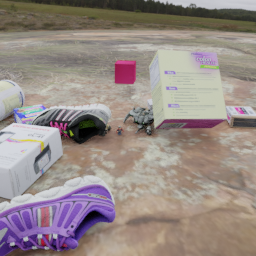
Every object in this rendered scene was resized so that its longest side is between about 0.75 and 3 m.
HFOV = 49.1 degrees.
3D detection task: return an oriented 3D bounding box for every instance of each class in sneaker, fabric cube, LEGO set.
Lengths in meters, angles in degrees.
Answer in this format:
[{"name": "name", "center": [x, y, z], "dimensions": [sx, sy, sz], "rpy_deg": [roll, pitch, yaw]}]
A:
[{"name": "sneaker", "center": [-1.564, 1.885, 5.327], "dimensions": [2.912, 1.174, 1.215], "rpy_deg": [-20, 53, -21]}, {"name": "fabric cube", "center": [-0.150, -3.334, 16.657], "dimensions": [1.155, 1.173, 1.177], "rpy_deg": [3, 24, 8]}, {"name": "sneaker", "center": [-1.986, -0.068, 9.566], "dimensions": [2.860, 1.055, 1.251], "rpy_deg": [-7, 36, 1]}, {"name": "LEGO set", "center": [0.282, -0.408, 10.601], "dimensions": [2.969, 0.841, 1.928], "rpy_deg": [-15, 29, -30]}]

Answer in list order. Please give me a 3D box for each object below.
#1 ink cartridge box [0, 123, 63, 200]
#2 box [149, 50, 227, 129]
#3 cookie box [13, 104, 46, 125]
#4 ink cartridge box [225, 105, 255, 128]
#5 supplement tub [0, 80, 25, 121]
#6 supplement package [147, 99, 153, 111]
[{"name": "ink cartridge box", "center": [-3.164, 0.790, 7.791], "dimensions": [1.712, 0.993, 2.320], "rpy_deg": [7, 27, 15]}, {"name": "box", "center": [2.011, -1.300, 9.791], "dimensions": [2.187, 2.487, 1.202], "rpy_deg": [-1, -15, -12]}, {"name": "cookie box", "center": [-3.716, -0.415, 10.987], "dimensions": [1.195, 0.525, 1.397], "rpy_deg": [-14, 28, -31]}, {"name": "ink cartridge box", "center": [4.502, -0.468, 11.167], "dimensions": [1.062, 0.484, 1.289], "rpy_deg": [3, 26, 3]}, {"name": "supplement tub", "center": [-5.294, -1.016, 11.226], "dimensions": [1.437, 1.437, 1.983], "rpy_deg": [7, 26, 14]}, {"name": "supplement package", "center": [1.270, -1.025, 12.179], "dimensions": [0.762, 0.457, 0.462], "rpy_deg": [-15, 40, -5]}]
